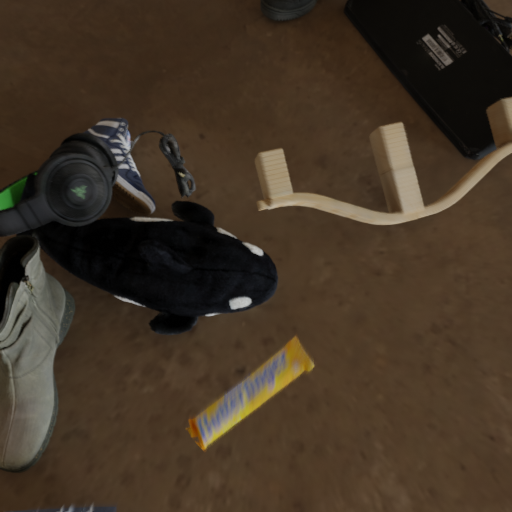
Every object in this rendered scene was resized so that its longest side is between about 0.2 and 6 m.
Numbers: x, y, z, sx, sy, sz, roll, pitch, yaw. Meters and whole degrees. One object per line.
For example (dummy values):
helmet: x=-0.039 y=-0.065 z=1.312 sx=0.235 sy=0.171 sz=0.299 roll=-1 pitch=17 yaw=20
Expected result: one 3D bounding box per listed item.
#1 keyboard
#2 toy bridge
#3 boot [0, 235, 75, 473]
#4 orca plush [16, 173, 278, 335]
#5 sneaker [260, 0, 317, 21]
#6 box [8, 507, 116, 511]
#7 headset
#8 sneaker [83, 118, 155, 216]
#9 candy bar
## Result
keyboard: x=3.821 y=-3.967 z=10.919 sx=2.375 sy=0.904 sz=4.563 roll=-33 pitch=67 yaw=10
toy bridge: x=2.233 y=-1.305 z=8.925 sx=4.606 sy=0.627 sz=1.548 roll=-14 pitch=90 yaw=-8
boot: x=-3.280 y=1.284 z=7.448 sx=0.965 sy=1.862 sz=2.850 roll=2 pitch=63 yaw=1
orca plush: x=-1.541 y=-0.230 z=8.056 sx=3.996 sy=1.420 sz=2.102 roll=28 pitch=71 yaw=0
sneaker: x=1.496 y=-6.145 z=11.292 sx=3.283 sy=1.712 sz=0.986 roll=-29 pitch=66 yaw=-14
box: x=-2.384 y=3.615 z=6.632 sx=1.257 sy=0.655 sz=1.145 roll=9 pitch=64 yaw=-27
headset: x=-2.411 y=-0.938 z=7.985 sx=2.913 sy=1.369 sz=1.799 roll=-23 pitch=27 yaw=3
sneaker: x=-2.247 y=-1.599 z=9.561 sx=2.025 sy=0.710 sz=1.099 roll=37 pitch=67 yaw=15
candy bar: x=-0.098 y=1.746 z=7.037 sx=1.837 sy=0.204 sz=0.458 roll=-38 pitch=62 yaw=3
